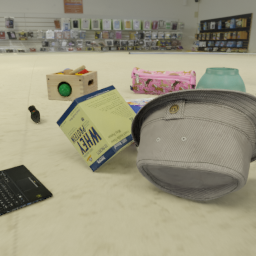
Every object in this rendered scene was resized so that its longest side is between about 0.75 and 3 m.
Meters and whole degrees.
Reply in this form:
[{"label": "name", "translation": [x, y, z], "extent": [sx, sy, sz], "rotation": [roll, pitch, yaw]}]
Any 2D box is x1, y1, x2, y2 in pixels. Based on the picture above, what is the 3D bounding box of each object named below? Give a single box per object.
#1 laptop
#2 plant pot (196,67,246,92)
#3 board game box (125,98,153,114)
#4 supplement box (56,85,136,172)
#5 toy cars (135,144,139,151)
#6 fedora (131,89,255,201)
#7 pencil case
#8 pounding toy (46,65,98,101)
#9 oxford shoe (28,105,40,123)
[{"label": "laptop", "translation": [-2.167, 0.689, 4.255], "extent": [1.545, 0.798, 1.369], "rotation": [-14, 23, -36]}, {"label": "plant pot", "translation": [3.417, -1.558, 10.327], "extent": [1.922, 1.287, 1.922], "rotation": [0, 19, 0]}, {"label": "board game box", "translation": [1.323, -0.287, 6.884], "extent": [2.002, 0.667, 2.977], "rotation": [15, 16, 37]}, {"label": "supplement box", "translation": [-0.470, -0.034, 5.343], "extent": [0.779, 1.160, 1.161], "rotation": [-42, -6, 39]}, {"label": "toy cars", "translation": [0.060, 0.293, 6.199], "extent": [0.659, 0.326, 1.471], "rotation": [-6, 18, -43]}, {"label": "fedora", "translation": [0.986, 0.404, 4.099], "extent": [2.182, 1.930, 0.985], "rotation": [1, 51, 24]}, {"label": "pencil case", "translation": [1.484, -1.931, 11.708], "extent": [2.759, 1.142, 1.194], "rotation": [8, 33, 21]}, {"label": "pounding toy", "translation": [-2.131, -1.864, 11.051], "extent": [1.821, 1.406, 1.978], "rotation": [4, 19, 14]}, {"label": "oxford shoe", "translation": [-2.664, -0.351, 8.142], "extent": [0.286, 0.332, 0.786], "rotation": [-27, 43, -9]}]
